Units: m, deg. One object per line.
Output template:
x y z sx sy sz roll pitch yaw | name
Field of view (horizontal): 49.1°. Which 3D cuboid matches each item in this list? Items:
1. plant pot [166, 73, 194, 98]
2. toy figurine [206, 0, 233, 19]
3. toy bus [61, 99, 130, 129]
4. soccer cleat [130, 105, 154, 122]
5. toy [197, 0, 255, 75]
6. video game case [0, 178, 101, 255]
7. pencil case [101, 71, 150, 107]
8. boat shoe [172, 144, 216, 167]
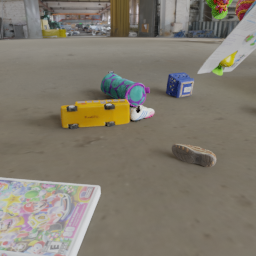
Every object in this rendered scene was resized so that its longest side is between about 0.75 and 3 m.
2.468 -1.957 13.055 1.005 1.005 0.904 -12 32 -27 | plant pot
2.554 -3.608 7.585 0.790 1.053 0.969 1 7 9 | toy figurine
-1.122 -0.525 9.774 2.336 0.760 0.914 -4 23 -9 | toy bus
0.561 -0.619 10.296 0.445 0.551 1.275 17 27 36 | soccer cleat
2.428 -2.169 5.331 1.535 2.666 0.629 -13 59 -42 | toy
-2.077 1.601 5.264 2.751 0.248 1.970 3 23 8 | video game case
-0.220 -1.728 12.325 1.164 1.072 2.519 -21 29 -24 | pencil case
1.726 0.683 7.332 1.186 0.449 0.426 21 25 22 | boat shoe
